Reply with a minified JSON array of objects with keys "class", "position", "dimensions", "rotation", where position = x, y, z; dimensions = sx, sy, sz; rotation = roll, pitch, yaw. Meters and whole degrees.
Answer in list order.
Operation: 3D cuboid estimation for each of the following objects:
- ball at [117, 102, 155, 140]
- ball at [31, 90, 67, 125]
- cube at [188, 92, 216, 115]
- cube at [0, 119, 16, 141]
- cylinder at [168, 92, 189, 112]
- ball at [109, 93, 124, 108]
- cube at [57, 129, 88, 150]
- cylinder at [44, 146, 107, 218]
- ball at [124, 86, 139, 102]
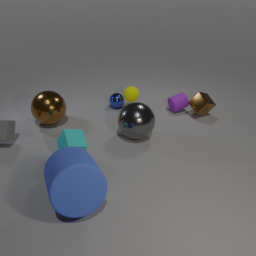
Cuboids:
[{"class":"ball","position":[0.308,-0.264,10.395],"dimensions":[1.400,1.400,1.400],"rotation":[0,29,0]},{"class":"ball","position":[-3.205,-0.815,11.343],"dimensions":[1.400,1.400,1.400],"rotation":[0,29,0]},{"class":"cube","position":[3.173,-1.037,11.994],"dimensions":[0.700,0.700,0.700],"rotation":[3,49,-43]},{"class":"cube","position":[-4.510,0.052,9.983],"dimensions":[0.700,0.700,0.700],"rotation":[4,2,2]},{"class":"cylinder","position":[2.242,-1.147,12.534],"dimensions":[0.700,0.700,0.700],"rotation":[-24,35,-12]},{"class":"ball","position":[-0.519,-1.263,12.894],"dimensions":[0.700,0.700,0.700],"rotation":[0,29,0]},{"class":"cube","position":[-1.860,0.516,9.286],"dimensions":[0.700,0.700,0.700],"rotation":[3,51,-37]},{"class":"cylinder","position":[-1.387,1.338,7.214],"dimensions":[1.400,1.400,1.400],"rotation":[-11,18,-19]},{"class":"ball","position":[0.149,-1.522,12.625],"dimensions":[0.700,0.700,0.700],"rotation":[0,29,0]}]
